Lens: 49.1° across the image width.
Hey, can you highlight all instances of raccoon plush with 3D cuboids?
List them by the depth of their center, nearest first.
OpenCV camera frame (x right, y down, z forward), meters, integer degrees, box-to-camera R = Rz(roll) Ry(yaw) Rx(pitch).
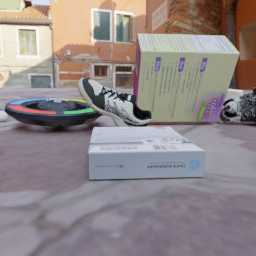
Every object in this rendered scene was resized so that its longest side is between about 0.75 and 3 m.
[{"bbox_3d":[4.084,-0.429,9.609,1.619,1.169,2.417,-11,-30,40],"label":"raccoon plush"}]

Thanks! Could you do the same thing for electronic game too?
[{"bbox_3d":[-2.209,-0.619,8.712,2.991,0.622,2.991,4,14,-1],"label":"electronic game"}]

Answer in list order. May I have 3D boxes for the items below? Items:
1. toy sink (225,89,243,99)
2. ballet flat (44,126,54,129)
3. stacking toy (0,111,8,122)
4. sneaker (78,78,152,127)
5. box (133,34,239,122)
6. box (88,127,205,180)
[{"bbox_3d":[3.495,-1.052,11.459,2.045,1.146,1.333,11,13,26],"label":"toy sink"},{"bbox_3d":[-2.272,-0.182,8.815,0.323,0.305,0.958,5,11,22],"label":"ballet flat"},{"bbox_3d":[-4.954,-0.573,9.962,1.528,1.117,1.117,21,13,8],"label":"stacking toy"},{"bbox_3d":[-0.256,-0.662,6.857,0.893,2.036,0.770,-35,31,33],"label":"sneaker"},{"bbox_3d":[1.603,-1.524,8.783,2.774,2.440,1.341,0,39,-3],"label":"box"},{"bbox_3d":[0.192,0.359,5.197,1.757,0.464,2.254,0,11,-5],"label":"box"}]
